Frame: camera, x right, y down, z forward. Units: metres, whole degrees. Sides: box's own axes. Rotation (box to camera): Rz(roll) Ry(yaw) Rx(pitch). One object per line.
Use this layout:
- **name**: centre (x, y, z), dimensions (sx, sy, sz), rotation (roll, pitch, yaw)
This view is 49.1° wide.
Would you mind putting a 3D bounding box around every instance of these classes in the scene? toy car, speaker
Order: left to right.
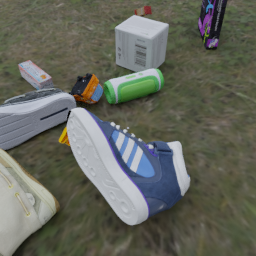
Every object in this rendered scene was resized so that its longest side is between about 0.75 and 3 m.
- **toy car**: centre (-1.274, -0.393, 7.491), dimensions (0.793, 1.169, 2.384), rotation (32, 58, -29)
- **speaker**: centre (0.170, -1.206, 8.022), dimensions (1.646, 0.728, 0.728), rotation (-18, 48, -17)

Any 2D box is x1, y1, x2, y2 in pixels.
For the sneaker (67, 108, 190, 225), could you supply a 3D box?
- **sneaker**: centre (0.124, 0.480, 5.650), dimensions (1.880, 1.035, 2.568), rotation (-21, 64, -38)

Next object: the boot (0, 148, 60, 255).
- **boot**: centre (-2.628, 1.359, 5.100), dimensions (2.235, 0.805, 1.728), rotation (38, 54, 6)

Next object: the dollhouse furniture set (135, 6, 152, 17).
- **dollhouse furniture set**: centre (0.606, -3.993, 10.455), dimensions (0.521, 0.969, 0.394), rotation (3, 16, 43)

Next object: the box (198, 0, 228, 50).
- **box**: centre (2.985, -4.365, 9.839), dimensions (0.464, 2.573, 1.840), rotation (1, 45, 1)

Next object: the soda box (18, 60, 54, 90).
- **soda box**: centre (-2.818, -1.570, 8.562), dimensions (0.420, 0.452, 1.321), rotation (-33, 54, -28)

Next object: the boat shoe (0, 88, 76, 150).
- **boat shoe**: centre (-2.744, -0.265, 7.046), dimensions (2.863, 1.032, 1.015), rotation (-20, 35, -27)

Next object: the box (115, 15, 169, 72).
- **box**: centre (0.430, -2.671, 9.018), dimensions (1.351, 1.344, 1.157), rotation (26, 51, 23)
